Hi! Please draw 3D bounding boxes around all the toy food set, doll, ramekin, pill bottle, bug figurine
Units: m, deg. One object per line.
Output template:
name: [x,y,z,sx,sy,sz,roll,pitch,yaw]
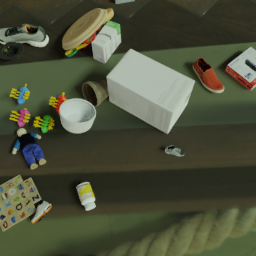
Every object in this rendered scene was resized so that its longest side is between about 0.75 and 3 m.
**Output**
toy food set: [-1.879,-4.295,12.328,2.550,0.627,2.576,-14,45,34]
doll: [-3.794,0.704,10.610,1.183,0.420,1.734,-28,67,-12]
ramekin: [-1.840,-0.398,10.136,1.286,0.675,1.286,8,45,-9]
pill bottle: [-1.434,2.373,9.724,0.490,0.490,0.881,-19,64,-9]
bug figurine: [-3.608,-0.782,11.269,2.370,0.610,1.838,14,70,2]

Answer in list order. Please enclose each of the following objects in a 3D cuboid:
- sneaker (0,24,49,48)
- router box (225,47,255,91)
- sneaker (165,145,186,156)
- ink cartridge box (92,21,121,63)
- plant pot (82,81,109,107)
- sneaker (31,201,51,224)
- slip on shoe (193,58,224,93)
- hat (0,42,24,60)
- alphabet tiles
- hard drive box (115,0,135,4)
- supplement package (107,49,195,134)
sneaker: [-4.964,-4.377,12.883,2.500,0.991,0.924,2,65,3]
router box: [5.385,-2.617,12.305,1.633,0.399,1.466,-38,69,-17]
sneaker: [1.807,0.838,10.520,0.794,0.459,0.298,6,63,4]
ink cartridge box: [-0.954,-3.838,12.537,0.634,1.101,1.509,26,66,12]
plant pot: [-1.204,-1.503,11.484,0.924,1.065,1.065,-28,66,-31]
sneaker: [-3.030,2.878,9.607,0.380,0.313,0.827,30,59,22]
slip on shoe: [3.457,-2.268,12.038,0.700,0.578,1.888,-24,67,-14]
hat: [-5.231,-3.359,12.654,1.204,0.486,1.204,-3,56,4]
alphabet tiles: [-4.087,2.597,9.844,1.863,0.059,1.551,-29,68,-14]
hard drive box: [-0.223,-6.916,14.496,1.017,0.391,0.793,-10,64,-5]
supplement package: [0.826,-1.434,10.961,2.859,1.733,1.712,30,67,14]
